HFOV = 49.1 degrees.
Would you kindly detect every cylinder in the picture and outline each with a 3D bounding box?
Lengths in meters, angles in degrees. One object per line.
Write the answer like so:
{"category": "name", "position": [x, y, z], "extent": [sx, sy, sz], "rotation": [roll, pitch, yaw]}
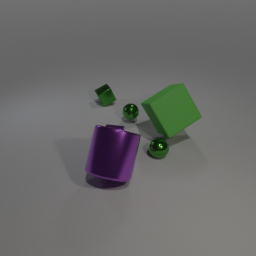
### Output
{"category": "cylinder", "position": [-0.444, 0.731, 8.285], "extent": [1.400, 1.400, 1.400], "rotation": [13, -2, 0]}

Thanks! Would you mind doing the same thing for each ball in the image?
{"category": "ball", "position": [1.062, 0.680, 9.591], "extent": [0.700, 0.700, 0.700], "rotation": [0, 29, 0]}
{"category": "ball", "position": [0.116, -0.687, 11.753], "extent": [0.700, 0.700, 0.700], "rotation": [0, 29, 0]}

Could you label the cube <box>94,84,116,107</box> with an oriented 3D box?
{"category": "cube", "position": [-1.085, -1.574, 13.416], "extent": [0.700, 0.700, 0.700], "rotation": [-30, 34, -4]}

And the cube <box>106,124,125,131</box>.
{"category": "cube", "position": [-0.536, 0.354, 10.175], "extent": [0.700, 0.700, 0.700], "rotation": [6, 30, 11]}

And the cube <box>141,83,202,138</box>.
{"category": "cube", "position": [1.529, -0.655, 10.180], "extent": [1.400, 1.400, 1.400], "rotation": [-33, 10, -5]}
